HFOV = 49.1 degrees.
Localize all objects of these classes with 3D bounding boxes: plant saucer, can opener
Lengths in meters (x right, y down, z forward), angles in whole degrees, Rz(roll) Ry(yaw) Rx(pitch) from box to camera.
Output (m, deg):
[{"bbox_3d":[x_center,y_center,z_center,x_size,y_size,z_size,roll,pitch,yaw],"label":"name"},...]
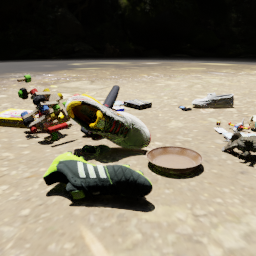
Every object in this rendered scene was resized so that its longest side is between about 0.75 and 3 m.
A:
[{"bbox_3d":[1.297,0.912,7.914,1.578,0.289,1.578,1,18,0],"label":"plant saucer"},{"bbox_3d":[-0.877,-0.690,10.558,0.940,2.391,0.758,31,-25,-5],"label":"can opener"}]

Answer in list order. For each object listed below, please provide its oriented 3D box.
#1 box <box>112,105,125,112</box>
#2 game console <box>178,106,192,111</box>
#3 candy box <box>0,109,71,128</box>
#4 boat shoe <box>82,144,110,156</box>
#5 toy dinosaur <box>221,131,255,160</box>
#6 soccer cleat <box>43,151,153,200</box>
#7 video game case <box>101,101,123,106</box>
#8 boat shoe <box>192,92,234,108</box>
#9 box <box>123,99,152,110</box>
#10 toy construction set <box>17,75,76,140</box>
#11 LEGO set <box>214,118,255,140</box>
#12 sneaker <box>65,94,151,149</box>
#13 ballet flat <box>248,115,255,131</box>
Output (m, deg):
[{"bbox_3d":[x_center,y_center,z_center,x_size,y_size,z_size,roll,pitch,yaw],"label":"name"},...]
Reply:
[{"bbox_3d":[-0.534,-0.968,14.093,0.487,0.170,0.818,-10,18,-30],"label":"box"},{"bbox_3d":[2.856,-1.011,14.332,0.493,0.101,0.835,-8,19,-25],"label":"game console"},{"bbox_3d":[-4.130,-0.415,11.940,2.974,0.393,1.520,4,16,12],"label":"candy box"},{"bbox_3d":[-0.988,0.664,8.606,0.874,0.327,0.270,6,19,2],"label":"boat shoe"},{"bbox_3d":[3.850,0.531,8.265,2.151,0.828,1.100,5,24,25],"label":"toy dinosaur"},{"bbox_3d":[-0.715,1.233,6.283,2.541,0.858,1.030,10,41,24],"label":"soccer cleat"},{"bbox_3d":[-0.770,-1.315,15.298,1.154,0.101,0.825,-12,21,-34],"label":"video game case"},{"bbox_3d":[4.483,-1.484,14.706,2.246,0.769,0.809,0,17,1],"label":"boat shoe"},{"bbox_3d":[0.508,-1.263,14.805,0.978,0.298,1.213,-18,25,-41],"label":"box"},{"bbox_3d":[-2.744,-0.662,10.467,1.828,1.984,2.379,-21,49,-40],"label":"toy construction set"},{"bbox_3d":[4.065,-0.002,10.627,1.328,0.436,1.778,0,18,-7],"label":"LEGO set"},{"bbox_3d":[-0.645,-0.068,8.618,2.881,1.122,1.184,24,11,-4],"label":"sneaker"},{"bbox_3d":[5.160,-0.263,11.345,0.493,0.457,1.400,1,16,17],"label":"ballet flat"}]
